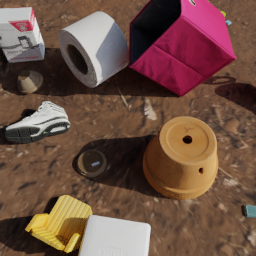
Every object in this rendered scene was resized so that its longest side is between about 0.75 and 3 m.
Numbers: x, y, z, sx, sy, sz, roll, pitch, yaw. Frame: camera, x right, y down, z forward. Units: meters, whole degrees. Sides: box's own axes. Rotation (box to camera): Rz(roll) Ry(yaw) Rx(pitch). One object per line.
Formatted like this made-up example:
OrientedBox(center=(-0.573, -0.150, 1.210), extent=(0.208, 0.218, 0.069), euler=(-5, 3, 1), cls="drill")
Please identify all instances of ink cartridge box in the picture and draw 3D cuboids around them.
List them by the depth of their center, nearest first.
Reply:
OrientedBox(center=(-4.898, -4.129, 12.654), extent=(1.698, 2.338, 0.975), euler=(-6, 60, -4), cls="ink cartridge box")

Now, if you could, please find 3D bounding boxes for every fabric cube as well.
OrientedBox(center=(2.039, -3.574, 11.245), extent=(2.924, 2.933, 2.878), euler=(24, 49, -28), cls="fabric cube")

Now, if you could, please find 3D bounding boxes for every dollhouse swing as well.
OrientedBox(center=(-2.006, 2.825, 8.651), extent=(1.463, 1.330, 1.286), euler=(22, 80, 15), cls="dollhouse swing")

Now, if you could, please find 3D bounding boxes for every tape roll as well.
OrientedBox(center=(-1.454, -3.289, 11.883), extent=(1.822, 2.654, 2.654), euler=(-38, 64, -23), cls="tape roll")

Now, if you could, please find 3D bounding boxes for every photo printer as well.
OrientedBox(center=(-0.471, 3.892, 8.090), extent=(2.016, 0.841, 2.423), euler=(8, 56, 5), cls="photo printer")

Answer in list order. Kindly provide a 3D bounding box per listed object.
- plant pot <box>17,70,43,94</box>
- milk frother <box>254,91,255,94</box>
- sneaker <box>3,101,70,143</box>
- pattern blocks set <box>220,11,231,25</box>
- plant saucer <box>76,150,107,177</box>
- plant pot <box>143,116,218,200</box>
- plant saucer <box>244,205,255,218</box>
OrientedBox(center=(-4.361, -2.109, 12.185), extent=(1.194, 0.551, 1.194), euler=(-8, 56, 12), cls="plant pot")
OrientedBox(center=(6.561, -1.902, 11.386), extent=(1.826, 1.942, 1.753), euler=(33, 58, 20), cls="milk frother")
OrientedBox(center=(-3.605, -0.279, 11.002), extent=(2.440, 0.921, 1.404), euler=(-11, 50, -18), cls="sneaker")
OrientedBox(center=(4.660, -5.976, 15.213), extent=(1.529, 0.141, 1.740), euler=(-22, 59, -14), cls="pattern blocks set")
OrientedBox(center=(-1.355, 1.260, 10.299), extent=(1.134, 0.167, 1.134), euler=(0, 55, -1), cls="plant saucer")
OrientedBox(center=(1.860, 0.862, 9.545), extent=(2.658, 1.861, 2.658), euler=(0, 57, 1), cls="plant pot")
OrientedBox(center=(4.485, 2.786, 9.299), extent=(1.173, 0.111, 0.410), euler=(4, 56, 4), cls="plant saucer")
